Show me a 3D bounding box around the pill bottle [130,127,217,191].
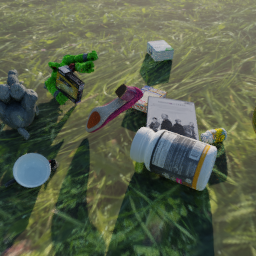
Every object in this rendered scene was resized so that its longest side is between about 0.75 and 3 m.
[{"bbox_3d":[1.445,0.908,9.087,2.526,1.470,1.470,19,42,23],"label":"pill bottle"}]

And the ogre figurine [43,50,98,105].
[{"bbox_3d":[-2.800,-2.548,13.236,1.795,2.994,1.469,21,0,30],"label":"ogre figurine"}]

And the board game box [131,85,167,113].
[{"bbox_3d":[0.911,-1.328,12.825,1.200,0.367,1.584,22,43,26],"label":"board game box"}]

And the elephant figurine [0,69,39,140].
[{"bbox_3d":[-4.504,-1.092,11.567,1.906,2.090,2.694,27,3,-20],"label":"elephant figurine"}]

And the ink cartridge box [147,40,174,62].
[{"bbox_3d":[1.916,-4.664,16.842,1.141,0.687,1.570,-10,40,-14],"label":"ink cartridge box"}]

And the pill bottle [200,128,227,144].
[{"bbox_3d":[3.234,0.315,10.618,0.888,0.501,0.501,-10,39,-13],"label":"pill bottle"}]

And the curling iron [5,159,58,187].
[{"bbox_3d":[-3.177,1.499,9.318,1.821,0.233,0.451,-21,43,-25],"label":"curling iron"}]

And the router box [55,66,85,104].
[{"bbox_3d":[-2.472,-1.804,11.835,1.325,1.042,0.346,39,45,19],"label":"router box"}]

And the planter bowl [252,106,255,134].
[{"bbox_3d":[6.210,-0.167,10.265,2.891,1.204,2.891,-18,54,27],"label":"planter bowl"}]

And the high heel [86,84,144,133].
[{"bbox_3d":[-0.510,-0.607,10.896,1.243,2.586,0.872,14,43,-51],"label":"high heel"}]

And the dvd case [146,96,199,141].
[{"bbox_3d":[1.737,-0.272,11.191,2.042,0.336,2.717,9,41,-1],"label":"dvd case"}]

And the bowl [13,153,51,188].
[{"bbox_3d":[-3.094,1.431,9.029,1.140,0.512,1.140,9,59,-15],"label":"bowl"}]
